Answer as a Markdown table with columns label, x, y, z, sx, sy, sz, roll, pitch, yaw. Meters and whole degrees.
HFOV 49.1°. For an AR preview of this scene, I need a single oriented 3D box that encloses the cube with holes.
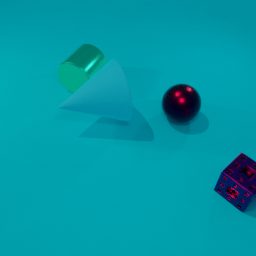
| label | x | y | z | sx | sy | sz | roll | pitch | yaw |
| --- | --- | --- | --- | --- | --- | --- | --- | --- | --- |
| cube with holes | 2.493 | 1.183 | 6.118 | 0.762 | 0.762 | 0.762 | -34 | 56 | -27 |

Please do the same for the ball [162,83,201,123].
| label | x | y | z | sx | sy | sz | roll | pitch | yaw |
| --- | --- | --- | --- | --- | --- | --- | --- | --- | --- |
| ball | 1.445 | -0.671 | 7.602 | 1.063 | 1.063 | 1.063 | 0 | 48 | 0 |

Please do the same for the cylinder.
| label | x | y | z | sx | sy | sz | roll | pitch | yaw |
| --- | --- | --- | --- | --- | --- | --- | --- | --- | --- |
| cylinder | -1.378 | -1.809 | 8.596 | 1.135 | 1.135 | 1.135 | 18 | 50 | 16 |

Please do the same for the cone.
| label | x | y | z | sx | sy | sz | roll | pitch | yaw |
| --- | --- | --- | --- | --- | --- | --- | --- | --- | --- |
| cone | -0.969 | -0.745 | 7.190 | 1.683 | 1.676 | 1.676 | -17 | 50 | -14 |
